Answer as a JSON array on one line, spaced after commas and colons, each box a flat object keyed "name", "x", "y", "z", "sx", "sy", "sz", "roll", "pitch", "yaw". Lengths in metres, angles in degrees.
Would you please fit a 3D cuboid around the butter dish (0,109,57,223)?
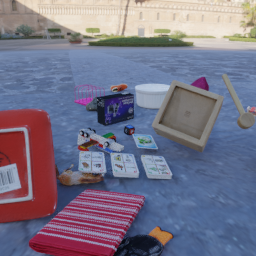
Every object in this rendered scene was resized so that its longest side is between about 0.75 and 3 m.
[{"name": "butter dish", "x": -2.426, "y": 0.760, "z": 5.690, "sx": 2.062, "sy": 2.056, "sz": 1.524, "roll": -6, "pitch": -6, "yaw": -4}]

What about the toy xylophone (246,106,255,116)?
[{"name": "toy xylophone", "x": 5.465, "y": -0.659, "z": 11.453, "sx": 1.162, "sy": 0.292, "sz": 0.851, "roll": 9, "pitch": 21, "yaw": 23}]

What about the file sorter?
[{"name": "file sorter", "x": -1.806, "y": -1.562, "z": 13.196, "sx": 0.909, "sy": 0.820, "sz": 1.307, "roll": -19, "pitch": 27, "yaw": -41}]

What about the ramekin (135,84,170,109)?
[{"name": "ramekin", "x": 1.186, "y": -1.471, "z": 12.899, "sx": 1.736, "sy": 0.846, "sz": 1.736, "roll": 1, "pitch": 19, "yaw": 0}]

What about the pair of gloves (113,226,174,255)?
[{"name": "pair of gloves", "x": -0.146, "y": 1.842, "z": 4.593, "sx": 1.455, "sy": 0.180, "sz": 1.296, "roll": 13, "pitch": 23, "yaw": 39}]

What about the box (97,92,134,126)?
[{"name": "box", "x": -0.459, "y": -0.752, "z": 10.660, "sx": 1.416, "sy": 1.000, "sz": 0.558, "roll": -16, "pitch": 27, "yaw": -38}]

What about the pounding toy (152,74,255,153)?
[{"name": "pounding toy", "x": 2.207, "y": -0.413, "z": 7.760, "sx": 2.361, "sy": 2.074, "sz": 1.080, "roll": 23, "pitch": -8, "yaw": 18}]

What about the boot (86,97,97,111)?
[{"name": "boot", "x": -1.014, "y": -0.983, "z": 12.102, "sx": 1.301, "sy": 0.472, "sz": 1.182, "roll": 2, "pitch": 33, "yaw": 26}]

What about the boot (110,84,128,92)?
[{"name": "boot", "x": -0.471, "y": -2.238, "z": 15.834, "sx": 1.008, "sy": 0.378, "sz": 0.541, "roll": -12, "pitch": 25, "yaw": -8}]

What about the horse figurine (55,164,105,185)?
[{"name": "horse figurine", "x": -1.179, "y": 1.089, "z": 6.527, "sx": 1.337, "sy": 0.334, "sz": 0.886, "roll": 2, "pitch": 14, "yaw": 0}]

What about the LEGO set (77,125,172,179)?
[{"name": "LEGO set", "x": -0.272, "y": 0.663, "z": 7.764, "sx": 2.217, "sy": 0.728, "sz": 2.968, "roll": 5, "pitch": 23, "yaw": -11}]

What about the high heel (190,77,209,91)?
[{"name": "high heel", "x": 3.293, "y": -2.092, "z": 13.936, "sx": 0.920, "sy": 1.311, "sz": 2.728, "roll": -5, "pitch": 20, "yaw": -12}]

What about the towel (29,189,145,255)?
[{"name": "towel", "x": -0.599, "y": 1.631, "z": 4.956, "sx": 1.406, "sy": 0.219, "sz": 1.944, "roll": 3, "pitch": 14, "yaw": 20}]
